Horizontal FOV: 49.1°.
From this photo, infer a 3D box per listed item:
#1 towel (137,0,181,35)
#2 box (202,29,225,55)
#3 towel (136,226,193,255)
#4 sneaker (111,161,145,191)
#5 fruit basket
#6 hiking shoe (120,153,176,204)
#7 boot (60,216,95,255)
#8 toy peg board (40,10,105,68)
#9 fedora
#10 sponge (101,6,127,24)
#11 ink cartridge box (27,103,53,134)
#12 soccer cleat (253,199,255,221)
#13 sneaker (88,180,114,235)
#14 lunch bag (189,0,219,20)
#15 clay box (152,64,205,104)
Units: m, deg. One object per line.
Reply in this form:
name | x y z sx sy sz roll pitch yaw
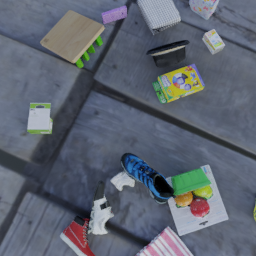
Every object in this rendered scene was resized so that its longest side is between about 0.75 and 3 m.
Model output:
towel | 1.334 -4.950 12.049 1.388 0.717 1.677 -24 75 -7
box | 3.603 -3.640 11.833 0.488 0.440 0.868 -26 77 -7
towel | 1.098 5.002 9.684 2.592 0.388 1.896 -40 80 -9
sneaker | 0.117 1.799 10.463 1.467 0.572 0.729 -35 85 1
fruit basket | 2.388 2.573 10.129 1.904 0.963 2.055 -18 87 -4
hiking shoe | 0.699 1.549 9.370 2.173 0.942 0.809 42 59 4
boot | -1.500 3.871 9.906 1.518 0.550 1.095 38 78 12
toy peg board | -2.199 -3.601 11.708 1.967 0.966 1.975 32 76 24
fedora | 1.666 -2.931 11.320 1.796 1.796 0.820 -19 108 -5
sponge | -0.582 -4.863 12.059 1.092 0.609 0.163 -20 77 -5
ink cartridge box | -3.426 -0.374 11.017 0.851 0.436 1.152 1 75 1
soccer cleat | 4.828 2.928 10.139 0.394 0.510 1.220 7 76 2
sneaker | -0.894 2.862 10.096 0.841 0.704 1.899 7 85 2
lunch bag | 3.213 -5.435 11.992 1.191 1.010 0.757 36 81 9
clay box | 2.026 -1.783 11.362 1.862 0.443 1.070 -21 76 -6
